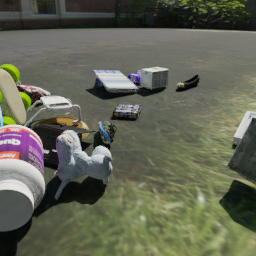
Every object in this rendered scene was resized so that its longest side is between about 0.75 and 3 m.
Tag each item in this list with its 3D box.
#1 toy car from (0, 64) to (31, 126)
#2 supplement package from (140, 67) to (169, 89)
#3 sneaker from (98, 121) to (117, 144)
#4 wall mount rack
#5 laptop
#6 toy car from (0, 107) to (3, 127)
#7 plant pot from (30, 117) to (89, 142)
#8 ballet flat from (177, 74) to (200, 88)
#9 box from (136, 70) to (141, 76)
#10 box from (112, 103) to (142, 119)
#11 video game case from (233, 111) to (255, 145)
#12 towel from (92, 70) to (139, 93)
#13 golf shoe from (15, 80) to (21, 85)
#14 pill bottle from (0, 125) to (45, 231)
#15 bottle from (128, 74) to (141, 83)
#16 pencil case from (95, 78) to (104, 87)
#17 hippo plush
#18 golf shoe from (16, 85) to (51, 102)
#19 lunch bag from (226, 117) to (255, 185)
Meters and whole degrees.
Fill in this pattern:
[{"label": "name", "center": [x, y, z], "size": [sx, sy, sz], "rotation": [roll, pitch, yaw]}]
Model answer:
[{"label": "toy car", "center": [-5.457, -0.770, 10.153], "size": [2.967, 2.341, 2.437], "rotation": [-11, 31, 4]}, {"label": "supplement package", "center": [1.471, -2.790, 15.529], "size": [1.262, 0.951, 0.958], "rotation": [-16, 27, -35]}, {"label": "sneaker", "center": [-0.699, 0.087, 9.975], "size": [0.619, 0.530, 1.494], "rotation": [-11, 23, -7]}, {"label": "wall mount rack", "center": [-3.120, -0.549, 10.656], "size": [2.341, 1.005, 2.694], "rotation": [-8, 17, -22]}, {"label": "laptop", "center": [-2.285, 0.502, 9.256], "size": [1.717, 1.000, 1.937], "rotation": [10, 60, 21]}, {"label": "toy car", "center": [-4.420, 0.900, 7.088], "size": [2.486, 2.385, 2.697], "rotation": [-8, 54, -19]}, {"label": "plant pot", "center": [-2.567, 0.057, 10.323], "size": [2.259, 0.310, 2.259], "rotation": [1, 24, 0]}, {"label": "ballet flat", "center": [3.354, -2.599, 15.742], "size": [0.647, 0.553, 1.948], "rotation": [22, 33, 39]}, {"label": "box", "center": [1.068, -3.366, 17.714], "size": [1.172, 0.313, 1.934], "rotation": [1, 24, 3]}, {"label": "box", "center": [-0.026, -0.751, 12.099], "size": [1.104, 0.274, 1.096], "rotation": [4, 26, 9]}, {"label": "video game case", "center": [5.387, 0.185, 10.027], "size": [2.620, 0.337, 2.882], "rotation": [13, 27, 27]}, {"label": "towel", "center": [-0.731, -2.564, 15.239], "size": [1.821, 0.295, 2.479], "rotation": [-4, 35, -28]}, {"label": "golf shoe", "center": [-6.655, -2.200, 14.980], "size": [1.862, 0.729, 0.905], "rotation": [0, 41, 13]}, {"label": "pill bottle", "center": [-2.779, 1.077, 6.654], "size": [1.518, 1.518, 2.699], "rotation": [-7, 26, -15]}, {"label": "bottle", "center": [0.537, -2.883, 16.456], "size": [1.128, 0.471, 0.368], "rotation": [15, 30, 31]}, {"label": "pencil case", "center": [-1.535, -2.845, 16.183], "size": [0.585, 0.652, 1.500], "rotation": [-26, 20, 13]}, {"label": "hippo plush", "center": [-1.116, 0.803, 7.423], "size": [1.402, 1.389, 1.744], "rotation": [0, 24, 1]}, {"label": "golf shoe", "center": [-4.735, -1.686, 13.691], "size": [1.936, 0.703, 0.892], "rotation": [17, 25, 15]}, {"label": "lunch bag", "center": [3.658, 0.822, 6.861], "size": [1.848, 1.516, 1.087], "rotation": [30, 4, 40]}]
